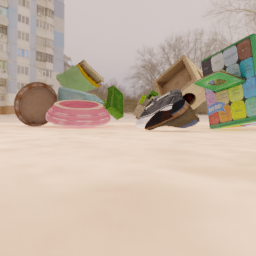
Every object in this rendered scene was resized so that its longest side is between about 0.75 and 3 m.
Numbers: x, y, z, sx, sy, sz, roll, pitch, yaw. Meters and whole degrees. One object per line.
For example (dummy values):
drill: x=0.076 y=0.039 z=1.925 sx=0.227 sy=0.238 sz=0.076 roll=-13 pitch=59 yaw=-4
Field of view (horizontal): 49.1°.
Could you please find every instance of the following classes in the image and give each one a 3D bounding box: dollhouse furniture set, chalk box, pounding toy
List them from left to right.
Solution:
dollhouse furniture set: x=-1.719 y=-1.401 z=12.416 sx=1.828 sy=1.400 sz=2.790 roll=-24 pitch=-45 yaw=29
dollhouse furniture set: x=0.662 y=-0.743 z=10.427 sx=0.690 sy=1.380 sz=0.533 roll=28 pitch=-25 yaw=-6
pounding toy: x=1.960 y=-1.057 z=11.679 sx=1.334 sy=2.562 sz=2.917 roll=30 pitch=-57 yaw=-34
chalk box: x=2.951 y=-0.968 z=6.465 sx=2.890 sy=1.791 sz=1.804 roll=-5 pitch=-5 yaw=-23

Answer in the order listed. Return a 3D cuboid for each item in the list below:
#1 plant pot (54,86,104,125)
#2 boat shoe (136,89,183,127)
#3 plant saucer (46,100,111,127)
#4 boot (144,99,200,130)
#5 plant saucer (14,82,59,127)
plant pot: x=-1.844 y=-0.745 z=11.241 sx=1.536 sy=1.508 sz=1.504 roll=11 pitch=5 yaw=18
boat shoe: x=0.924 y=-0.561 z=8.643 sx=0.857 sy=0.810 sz=2.389 roll=2 pitch=-13 yaw=-21
plant saucer: x=-1.590 y=-0.526 z=9.060 sx=2.070 sy=0.525 sz=2.070 roll=4 pitch=15 yaw=-1
boot: x=0.918 y=-0.109 z=5.949 sx=0.585 sy=0.451 sz=1.206 roll=38 pitch=-42 yaw=-23
plant saucer: x=-3.427 y=-0.876 z=10.574 sx=1.720 sy=1.720 sz=0.296 roll=0 pitch=-8 yaw=3
